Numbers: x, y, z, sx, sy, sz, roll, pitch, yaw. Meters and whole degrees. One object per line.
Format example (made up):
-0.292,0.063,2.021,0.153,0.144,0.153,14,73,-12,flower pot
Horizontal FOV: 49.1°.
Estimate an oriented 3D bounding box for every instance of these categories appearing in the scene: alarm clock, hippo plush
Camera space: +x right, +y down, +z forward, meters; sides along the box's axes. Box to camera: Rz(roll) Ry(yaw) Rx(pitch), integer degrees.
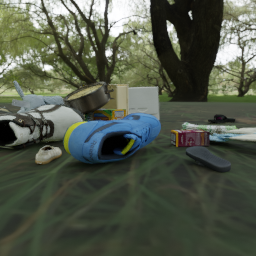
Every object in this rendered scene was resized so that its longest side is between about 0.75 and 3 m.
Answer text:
-1.474,-0.832,8.875,2.113,0.704,1.425,-20,21,-4,alarm clock
-3.163,-0.267,9.471,2.002,1.595,1.610,14,-34,-37,hippo plush

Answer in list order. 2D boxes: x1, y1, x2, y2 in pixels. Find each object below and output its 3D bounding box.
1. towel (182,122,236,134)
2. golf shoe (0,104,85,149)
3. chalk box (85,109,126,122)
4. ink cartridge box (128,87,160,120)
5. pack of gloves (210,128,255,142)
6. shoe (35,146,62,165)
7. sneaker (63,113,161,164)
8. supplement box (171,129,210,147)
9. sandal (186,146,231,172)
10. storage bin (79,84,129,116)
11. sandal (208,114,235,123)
3.021,-0.022,10.440,1.954,0.300,1.458,2,8,16,towel
-2.530,0.082,7.344,3.000,1.166,1.417,-4,26,-21,golf shoe
-0.877,-0.204,9.427,1.433,0.888,0.894,3,7,29,chalk box
0.537,-1.267,14.616,1.700,1.692,2.317,-4,8,-8,ink cartridge box
3.363,0.344,7.612,2.109,0.495,2.511,-9,3,-22,pack of gloves
-1.675,0.520,5.993,0.370,0.282,1.058,0,7,3,shoe
0.018,0.253,6.036,1.096,0.922,2.796,16,17,39,sneaker
1.673,0.269,7.583,0.926,0.397,0.511,-1,7,-7,supplement box
1.504,0.635,5.481,0.444,0.250,1.166,-9,19,-18,sandal
-0.916,-0.760,10.588,1.730,1.743,0.817,4,10,27,storage bin
4.553,-0.481,13.719,1.722,0.412,0.647,-5,8,-33,sandal
